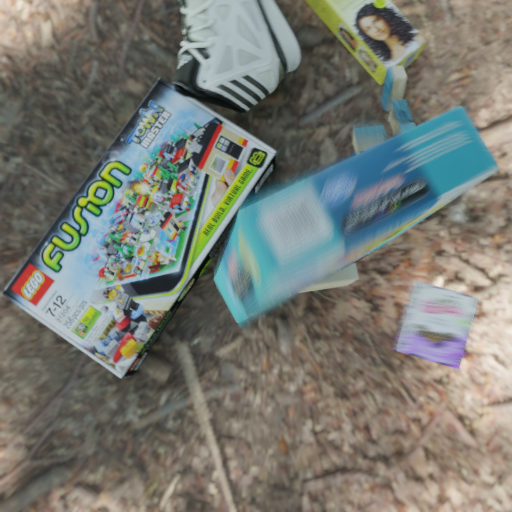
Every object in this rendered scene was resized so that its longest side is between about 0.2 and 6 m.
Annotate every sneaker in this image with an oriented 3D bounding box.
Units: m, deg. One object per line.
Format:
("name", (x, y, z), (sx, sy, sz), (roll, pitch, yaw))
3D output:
("sneaker", (-0.690, -3.303, 7.690), (1.809, 1.186, 3.144), (-53, 128, -16))

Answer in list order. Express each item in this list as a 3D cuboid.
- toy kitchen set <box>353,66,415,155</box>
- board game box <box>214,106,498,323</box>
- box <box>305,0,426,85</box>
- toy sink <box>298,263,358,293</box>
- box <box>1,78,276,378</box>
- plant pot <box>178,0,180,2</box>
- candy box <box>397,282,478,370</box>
("toy kitchen set", (1.877, -2.236, 8.595), (0.932, 0.685, 1.163), (-6, 57, -2))
("board game box", (0.841, -0.239, 6.491), (2.416, 3.201, 0.751), (-26, 82, -13))
("box", (1.657, -3.976, 9.159), (0.869, 0.578, 2.308), (-39, 83, -6))
("toy sink", (0.798, 0.108, 8.429), (1.227, 0.687, 0.800), (-9, 79, -10))
("box", (-1.688, -0.446, 8.552), (2.214, 0.699, 4.024), (33, 83, 5))
("plant pot", (-0.656, -4.407, 8.838), (1.535, 1.535, 1.442), (-28, 99, -4))
("candy box", (2.604, 0.984, 8.091), (0.886, 0.378, 1.056), (15, 92, 14))
